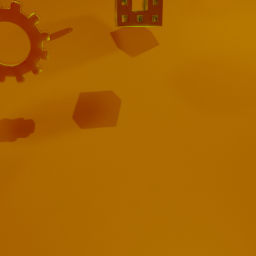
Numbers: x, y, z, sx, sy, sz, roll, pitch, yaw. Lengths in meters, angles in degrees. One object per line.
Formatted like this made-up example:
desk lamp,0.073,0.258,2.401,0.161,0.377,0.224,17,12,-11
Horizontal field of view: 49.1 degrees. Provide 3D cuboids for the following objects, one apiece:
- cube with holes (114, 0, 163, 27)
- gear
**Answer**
cube with holes,0.197,-2.645,5.962,0.927,0.927,0.927,-2,20,-5
gear,-2.473,-1.763,5.814,1.649,1.649,0.305,-14,30,-8
